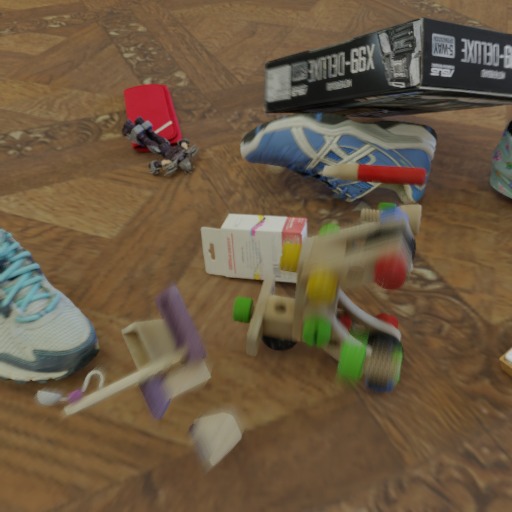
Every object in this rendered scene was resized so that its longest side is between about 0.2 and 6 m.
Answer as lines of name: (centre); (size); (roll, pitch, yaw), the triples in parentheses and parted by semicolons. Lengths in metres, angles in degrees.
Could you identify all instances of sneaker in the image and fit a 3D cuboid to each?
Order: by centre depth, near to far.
sneaker: (-3.577, 0.407, 7.648); (3.450, 1.489, 1.339); (29, 41, 21)
sneaker: (1.477, -1.716, 10.077); (3.550, 1.367, 1.344); (3, -1, 0)

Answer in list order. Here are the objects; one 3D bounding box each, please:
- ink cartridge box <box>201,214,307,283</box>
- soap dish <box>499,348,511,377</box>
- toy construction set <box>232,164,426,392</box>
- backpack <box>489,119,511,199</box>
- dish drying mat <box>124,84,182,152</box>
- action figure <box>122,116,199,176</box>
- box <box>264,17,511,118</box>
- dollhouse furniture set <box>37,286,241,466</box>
ink cartridge box: (-0.017, -0.136, 8.799); (1.580, 0.920, 0.533); (5, 32, 12)
soap dish: (3.794, 1.444, 7.590); (0.835, 0.339, 0.657); (-28, 49, -28)
toy construction set: (0.847, 0.166, 7.233); (2.288, 2.483, 2.977); (8, 69, 16)
backpack: (5.442, -1.545, 9.935); (2.067, 1.568, 2.477); (-30, 55, -34)
dish drying mat: (-2.391, -3.225, 12.782); (1.093, 0.259, 2.847); (-10, 43, -9)
action figure: (-1.901, -2.186, 11.364); (1.675, 0.581, 1.090); (39, 51, 12)
box: (2.588, -3.243, 10.318); (3.271, 1.032, 4.148); (-6, 11, -32)
dollhouse furniture set: (-1.525, 1.638, 6.468); (1.627, 2.292, 1.816); (-24, 88, -23)
